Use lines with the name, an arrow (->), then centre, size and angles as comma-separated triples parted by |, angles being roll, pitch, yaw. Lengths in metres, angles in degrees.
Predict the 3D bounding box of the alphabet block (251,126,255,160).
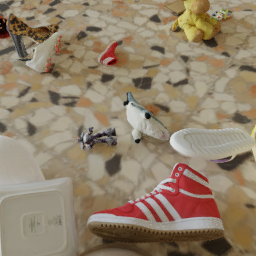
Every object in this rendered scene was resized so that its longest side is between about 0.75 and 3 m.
alphabet block -> 4.366, 0.515, 6.394 | 2.193, 2.204, 2.245 | 1, 50, 1

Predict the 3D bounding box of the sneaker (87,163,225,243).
sneaker -> 0.574, 1.621, 6.249 | 2.865, 1.020, 1.611 | 3, 53, -7

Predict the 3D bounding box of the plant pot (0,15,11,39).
plant pot -> -5.185, -4.163, 11.357 | 0.849, 0.849, 0.825 | -24, 45, -19

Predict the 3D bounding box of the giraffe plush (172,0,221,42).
giraffe plush -> 2.760, -4.661, 11.192 | 1.989, 1.613, 1.716 | 35, 58, 26

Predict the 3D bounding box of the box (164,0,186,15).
box -> 2.374, -5.646, 13.014 | 1.125, 0.120, 0.920 | -31, 57, -24

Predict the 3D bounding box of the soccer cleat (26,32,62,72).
soccer cleat -> -3.022, -2.888, 10.253 | 0.797, 0.712, 2.054 | 18, 53, -7

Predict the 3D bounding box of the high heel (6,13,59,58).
high heel -> -3.460, -3.872, 10.509 | 0.819, 1.635, 2.293 | 25, 54, 20

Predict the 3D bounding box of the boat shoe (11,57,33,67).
boat shoe -> -3.797, -2.399, 10.145 | 0.784, 0.294, 0.242 | -4, 51, -5

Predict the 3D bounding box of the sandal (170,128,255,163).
sandal -> 2.116, 0.502, 6.811 | 2.498, 0.614, 1.016 | -2, 36, -26

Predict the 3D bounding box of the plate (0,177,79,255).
plate -> -1.883, 1.932, 5.630 | 1.710, 0.276, 1.706 | -4, 79, -22

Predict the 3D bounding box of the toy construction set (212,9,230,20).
toy construction set -> 4.032, -4.910, 12.237 | 0.588, 0.413, 0.897 | 32, 46, 24

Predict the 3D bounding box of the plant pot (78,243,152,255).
plant pot -> -0.252, 3.177, 4.843 | 2.539, 1.172, 2.539 | 1, 49, -1

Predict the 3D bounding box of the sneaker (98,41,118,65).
sneaker -> -0.559, -2.715, 10.398 | 0.661, 0.448, 1.144 | 31, 68, 13

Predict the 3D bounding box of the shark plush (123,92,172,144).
shark plush -> 0.406, -0.319, 8.376 | 0.917, 1.000, 2.201 | -1, 26, -29

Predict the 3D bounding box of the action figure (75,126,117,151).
action figure -> -0.904, 0.276, 7.817 | 1.166, 0.404, 0.759 | -7, 56, -2

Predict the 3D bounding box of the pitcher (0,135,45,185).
pitcher -> -2.784, 1.399, 6.335 | 2.311, 1.401, 1.982 | 37, 68, 14
